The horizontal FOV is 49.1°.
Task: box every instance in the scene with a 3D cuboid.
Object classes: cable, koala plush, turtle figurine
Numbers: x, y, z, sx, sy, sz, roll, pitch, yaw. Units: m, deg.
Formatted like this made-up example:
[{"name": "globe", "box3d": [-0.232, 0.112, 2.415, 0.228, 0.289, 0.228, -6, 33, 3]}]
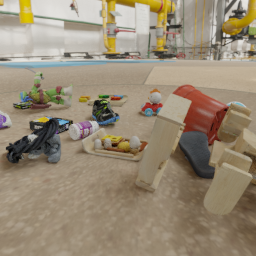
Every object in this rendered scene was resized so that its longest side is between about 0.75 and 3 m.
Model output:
[{"name": "cable", "box3d": [-2.696, 0.244, 7.984, 1.666, 0.519, 2.042, -40, 14, -9]}, {"name": "koala plush", "box3d": [-2.355, 0.540, 7.839, 0.900, 0.798, 0.827, -3, 6, -9]}, {"name": "turtle figurine", "box3d": [-3.900, -1.865, 13.471, 2.385, 1.770, 2.460, 4, 19, -14]}]

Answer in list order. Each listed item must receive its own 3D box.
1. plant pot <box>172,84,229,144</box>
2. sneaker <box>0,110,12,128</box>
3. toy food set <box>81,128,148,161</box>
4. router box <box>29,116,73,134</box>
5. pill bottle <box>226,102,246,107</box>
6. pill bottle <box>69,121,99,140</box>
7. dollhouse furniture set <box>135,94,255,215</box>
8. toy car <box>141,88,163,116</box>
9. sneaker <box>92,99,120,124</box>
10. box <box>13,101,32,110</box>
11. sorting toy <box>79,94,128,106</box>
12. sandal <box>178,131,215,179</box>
[{"name": "plant pot", "box3d": [2.398, -0.375, 9.336, 1.773, 1.773, 1.724, -13, 30, -36]}, {"name": "sneaker", "box3d": [-5.168, -0.367, 10.863, 1.583, 0.638, 0.660, 16, 29, 39]}, {"name": "toy food set", "box3d": [-0.190, 0.358, 8.524, 2.001, 0.605, 1.436, 7, 19, 20]}, {"name": "router box", "box3d": [-2.863, -0.120, 10.487, 1.305, 0.333, 0.973, 9, 20, 27]}, {"name": "pill bottle", "box3d": [3.837, -0.403, 10.296, 1.002, 1.002, 1.809, 11, 20, 31]}, {"name": "pill bottle", "box3d": [-1.499, 0.047, 9.628, 0.963, 0.541, 0.541, -17, 24, -42]}, {"name": "dollhouse furniture set", "box3d": [1.840, 0.757, 5.954, 2.855, 1.858, 2.623, 22, 34, 10]}, {"name": "toy car", "box3d": [1.103, -1.208, 12.579, 1.021, 1.154, 1.064, -3, 17, -8]}, {"name": "sneaker", "box3d": [-0.993, -0.687, 11.363, 0.759, 0.888, 2.142, -10, 20, -23]}, {"name": "box", "box3d": [-5.085, -1.155, 13.965, 0.894, 0.220, 0.925, 18, 24, 38]}, {"name": "sorting toy", "box3d": [-1.408, -1.591, 15.098, 2.668, 0.357, 1.988, 2, 18, 7]}, {"name": "sandal", "box3d": [1.898, 0.726, 7.771, 0.853, 0.480, 2.244, -4, 28, 2]}]
